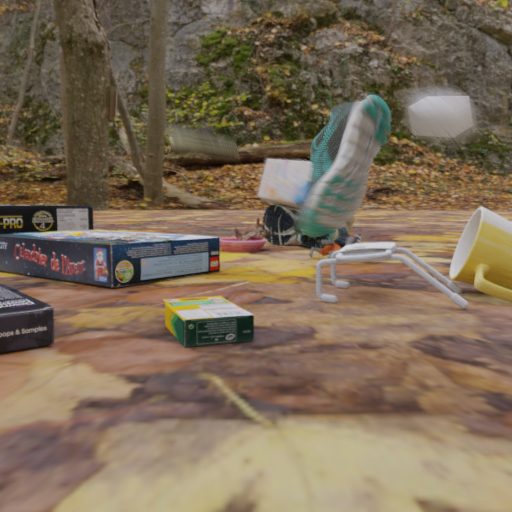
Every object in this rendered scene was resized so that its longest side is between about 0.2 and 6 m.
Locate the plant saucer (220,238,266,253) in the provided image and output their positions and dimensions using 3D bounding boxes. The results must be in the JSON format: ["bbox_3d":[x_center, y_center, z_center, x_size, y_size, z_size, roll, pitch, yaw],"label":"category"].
[{"bbox_3d":[-0.324,-0.231,12.127,1.064,0.270,1.064,1,6,0],"label":"plant saucer"}]

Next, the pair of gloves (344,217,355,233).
[{"bbox_3d":[2.253,-1.799,13.795,0.387,2.208,1.877,14,-10,30],"label":"pair of gloves"}]

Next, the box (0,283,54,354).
[{"bbox_3d":[-2.711,0.515,4.664,1.411,0.356,1.974,-6,7,-38],"label":"box"}]

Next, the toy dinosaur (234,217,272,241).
[{"bbox_3d":[-0.107,-0.499,12.277,0.748,0.474,1.104,-24,-3,16],"label":"toy dinosaur"}]

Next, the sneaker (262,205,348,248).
[{"bbox_3d":[1.143,-0.618,13.536,1.069,0.962,2.478,3,12,-41],"label":"sneaker"}]

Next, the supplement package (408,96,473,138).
[{"bbox_3d":[3.303,-2.506,10.060,0.558,0.565,0.932,-31,28,-22],"label":"supplement package"}]

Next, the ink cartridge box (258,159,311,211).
[{"bbox_3d":[0.874,-1.702,13.645,1.592,1.023,0.997,11,-5,37],"label":"ink cartridge box"}]

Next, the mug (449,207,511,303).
[{"bbox_3d":[2.908,0.114,6.644,0.955,1.163,0.931,21,-20,8],"label":"mug"}]

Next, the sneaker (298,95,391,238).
[{"bbox_3d":[1.514,-1.727,10.896,1.118,2.881,1.314,28,-1,-35],"label":"sneaker"}]

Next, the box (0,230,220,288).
[{"bbox_3d":[-2.397,-0.039,8.746,3.071,0.579,2.098,5,8,37],"label":"box"}]

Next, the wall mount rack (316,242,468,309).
[{"bbox_3d":[1.570,0.200,6.495,1.587,0.681,1.827,-2,5,17],"label":"wall mount rack"}]

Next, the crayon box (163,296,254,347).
[{"bbox_3d":[-0.442,0.549,4.841,0.582,0.239,0.926,-2,7,-20],"label":"crayon box"}]

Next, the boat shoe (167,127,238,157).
[{"bbox_3d":[-1.185,-2.626,12.659,1.700,0.551,0.622,11,-9,14],"label":"boat shoe"}]

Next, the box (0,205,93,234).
[{"bbox_3d":[-6.910,-0.948,15.544,4.006,0.984,3.229,-4,4,-30],"label":"box"}]

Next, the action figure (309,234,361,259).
[{"bbox_3d":[1.619,-0.184,10.361,0.984,0.532,1.017,-21,8,-31],"label":"action figure"}]
